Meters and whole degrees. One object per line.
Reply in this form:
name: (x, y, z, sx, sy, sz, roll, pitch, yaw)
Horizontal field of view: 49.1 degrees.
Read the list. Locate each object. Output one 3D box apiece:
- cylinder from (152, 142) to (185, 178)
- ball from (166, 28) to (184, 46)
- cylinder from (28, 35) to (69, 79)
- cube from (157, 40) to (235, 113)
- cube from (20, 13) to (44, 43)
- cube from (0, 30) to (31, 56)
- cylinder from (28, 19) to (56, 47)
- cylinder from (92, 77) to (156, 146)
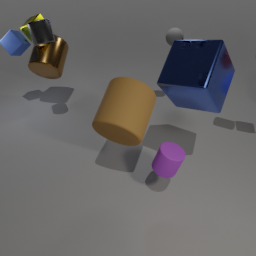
cylinder: (1.063, 0.846, 7.414, 0.700, 0.700, 0.700, 13, 37, -10)
ball: (1.830, -3.560, 10.976, 0.700, 0.700, 0.700, 0, 32, 0)
cylinder: (-3.333, -2.992, 11.784, 1.400, 1.400, 1.400, 6, 73, 10)
cube: (1.872, -1.395, 7.595, 1.400, 1.400, 1.400, 13, 75, 37)
cube: (-3.518, -3.805, 10.703, 0.700, 0.700, 0.700, 3, 53, 40)
cube: (-4.443, -3.346, 11.058, 0.700, 0.700, 0.700, -39, 4, 16)
cylinder: (-2.777, -3.058, 9.023, 0.700, 0.700, 0.700, -14, 14, 4)
cylinder: (-0.088, -0.428, 7.626, 1.400, 1.400, 1.400, 13, 68, 19)
